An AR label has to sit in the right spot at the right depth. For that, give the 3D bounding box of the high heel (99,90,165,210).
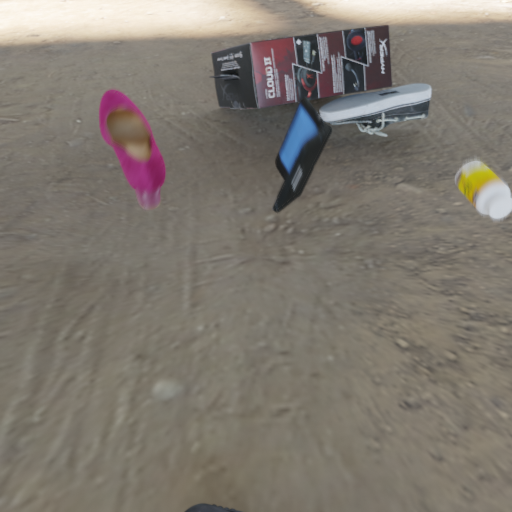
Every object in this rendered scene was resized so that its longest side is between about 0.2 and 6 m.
[{"bbox_3d":[-1.839,-1.864,8.278,0.771,1.100,2.288,-21,67,-18],"label":"high heel"}]

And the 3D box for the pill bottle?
[{"bbox_3d":[3.025,-0.865,7.411,0.460,0.460,0.843,-7,39,-9],"label":"pill bottle"}]

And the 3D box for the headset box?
[{"bbox_3d":[0.757,-4.071,12.272,3.507,1.316,2.607,-14,19,-17],"label":"headset box"}]

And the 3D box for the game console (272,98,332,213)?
[{"bbox_3d":[0.422,-1.254,6.983,0.638,1.097,0.964,36,43,13],"label":"game console"}]

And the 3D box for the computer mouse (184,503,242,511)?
[{"bbox_3d":[0.108,2.596,5.047,1.745,0.297,0.512,8,37,9],"label":"computer mouse"}]

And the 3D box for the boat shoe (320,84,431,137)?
[{"bbox_3d":[2.531,-2.991,11.829,2.469,0.843,0.912,-17,32,-17],"label":"boat shoe"}]
